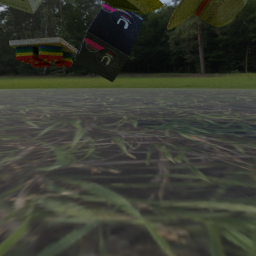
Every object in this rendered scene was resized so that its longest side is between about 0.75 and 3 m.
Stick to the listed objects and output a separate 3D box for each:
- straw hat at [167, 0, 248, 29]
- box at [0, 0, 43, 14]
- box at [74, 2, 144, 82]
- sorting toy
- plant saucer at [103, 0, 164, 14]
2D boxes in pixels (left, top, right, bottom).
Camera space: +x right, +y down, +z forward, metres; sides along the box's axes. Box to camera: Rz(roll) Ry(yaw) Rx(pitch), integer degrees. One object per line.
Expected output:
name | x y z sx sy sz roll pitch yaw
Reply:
straw hat | 2.134 -2.972 6.399 1.072 2.534 2.534 41 13 1
box | -2.440 -3.471 6.094 1.400 1.408 0.920 20 -23 8
box | -0.588 -3.005 9.393 1.497 1.299 2.449 27 48 -13
sorting toy | -2.866 -2.583 9.966 1.822 0.638 1.833 0 0 11
plant saucer | -0.288 -3.510 7.225 1.842 0.441 1.840 29 11 37
